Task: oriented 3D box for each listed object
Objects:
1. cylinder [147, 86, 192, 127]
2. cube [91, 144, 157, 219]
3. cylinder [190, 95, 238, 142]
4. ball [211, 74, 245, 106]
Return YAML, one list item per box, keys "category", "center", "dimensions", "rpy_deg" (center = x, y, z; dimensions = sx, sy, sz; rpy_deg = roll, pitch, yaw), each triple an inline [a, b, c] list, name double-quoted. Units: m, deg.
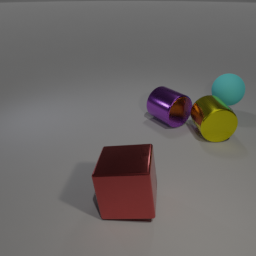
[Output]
- category: "cylinder"
  center: [1.741, -0.917, 11.876]
  dimensions: [1.400, 1.400, 1.400]
  rpy_deg: [-18, 33, -30]
- category: "cube"
  center: [-0.011, 1.377, 7.349]
  dimensions: [1.400, 1.400, 1.400]
  rpy_deg: [-4, 26, 10]
- category: "cylinder"
  center: [3.300, -0.384, 10.871]
  dimensions: [1.400, 1.400, 1.400]
  rpy_deg: [-3, 28, -5]
- category: "ball"
  center: [4.385, -1.674, 12.271]
  dimensions: [1.400, 1.400, 1.400]
  rpy_deg: [0, 28, 0]
